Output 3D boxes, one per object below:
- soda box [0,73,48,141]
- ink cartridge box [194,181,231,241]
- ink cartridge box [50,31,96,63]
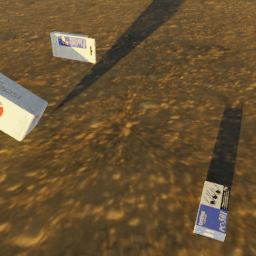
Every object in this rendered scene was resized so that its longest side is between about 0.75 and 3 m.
[{"bbox_3d":[-3.767,-0.960,7.444,2.981,0.949,1.015,33,25,-8],"label":"soda box"},{"bbox_3d":[1.773,1.679,5.807,0.573,0.269,1.218,13,39,17],"label":"ink cartridge box"},{"bbox_3d":[-1.870,-2.838,9.819,1.779,0.842,0.330,15,36,20],"label":"ink cartridge box"}]
